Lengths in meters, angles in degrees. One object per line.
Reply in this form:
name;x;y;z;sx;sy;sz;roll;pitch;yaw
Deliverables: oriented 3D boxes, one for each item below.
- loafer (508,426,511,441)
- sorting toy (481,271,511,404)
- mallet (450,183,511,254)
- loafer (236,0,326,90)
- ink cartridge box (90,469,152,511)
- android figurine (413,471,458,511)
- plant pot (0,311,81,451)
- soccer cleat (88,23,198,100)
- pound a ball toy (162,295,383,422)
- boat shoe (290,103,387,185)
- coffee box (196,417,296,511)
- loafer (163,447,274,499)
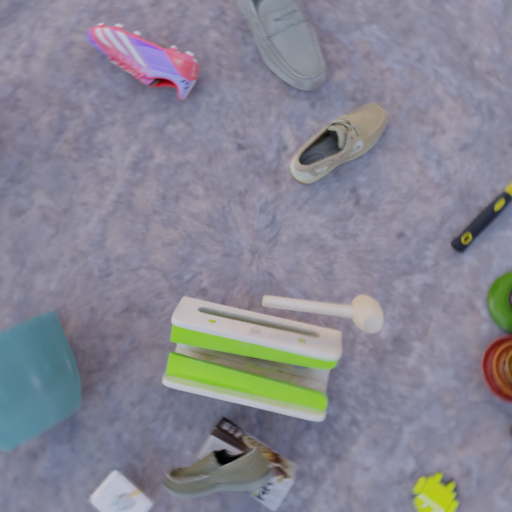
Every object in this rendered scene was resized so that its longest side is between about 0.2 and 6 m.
loafer;5.355;3.558;9.772;1.974;0.721;0.701;24;76;6
sorting toy;5.042;1.429;10.149;1.547;1.057;2.575;14;76;4
mallet;5.214;-1.183;11.130;1.082;0.676;3.286;38;84;5
loafer;0.410;-4.990;11.737;1.180;1.177;3.374;-30;78;-7
ink cartridge box;-2.308;4.182;9.557;0.827;0.607;0.604;43;68;-3
android figurine;3.143;4.279;9.880;0.775;0.175;0.852;37;77;9
plant pot;-4.011;2.196;9.507;2.145;2.145;1.722;-29;90;-7
soccer cleat;-2.452;-4.086;11.734;2.546;0.849;0.974;20;90;6
pound a ball toy;0.274;1.372;9.791;3.398;1.443;2.216;11;109;3
boat shoe;1.719;-2.356;11.267;2.397;0.779;0.865;-35;78;-8
coffee box;-0.151;3.536;9.643;1.578;0.892;0.630;32;91;7
loafer;-0.638;3.364;8.897;1.837;0.691;0.640;-14;91;15
